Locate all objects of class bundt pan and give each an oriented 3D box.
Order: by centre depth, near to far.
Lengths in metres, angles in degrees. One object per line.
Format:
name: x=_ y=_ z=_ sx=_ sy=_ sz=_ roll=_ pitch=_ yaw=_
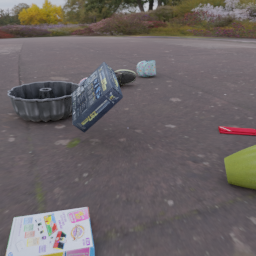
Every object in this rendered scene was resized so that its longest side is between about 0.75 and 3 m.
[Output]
bundt pan: x=-3.276 y=-1.057 z=11.375 sx=2.901 sy=1.089 sz=2.901 roll=-1 pitch=22 yaw=0

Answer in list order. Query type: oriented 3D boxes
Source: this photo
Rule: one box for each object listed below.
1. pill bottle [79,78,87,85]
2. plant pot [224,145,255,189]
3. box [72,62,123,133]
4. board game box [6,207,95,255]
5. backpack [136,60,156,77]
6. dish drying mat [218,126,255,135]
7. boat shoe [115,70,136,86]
pill bottle: x=-1.850 y=-1.717 z=13.102 sx=0.963 sy=0.963 sz=1.611 roll=-3 pitch=23 yaw=-7
plant pot: x=3.045 y=0.951 z=6.700 sx=1.338 sy=1.252 sz=1.252 roll=-9 pitch=19 yaw=20
box: x=-1.025 y=-1.014 z=8.679 sx=0.523 sy=1.616 sz=2.049 roll=39 pitch=18 yaw=-31
board game box: x=-1.392 y=1.999 z=5.128 sx=1.452 sy=0.293 sz=1.111 roll=-5 pitch=23 yaw=-11
backpack: x=1.180 y=-3.774 z=17.860 sx=1.207 sy=1.061 sz=0.925 roll=-8 pitch=19 yaw=-9
dish drying mat: x=3.875 y=0.096 z=9.878 sx=1.274 sy=0.116 sz=0.489 roll=3 pitch=22 yaw=9
boat shoe: x=-0.791 y=-2.618 z=15.422 sx=2.643 sy=0.944 sz=0.869 roll=-5 pitch=34 yaw=-11
